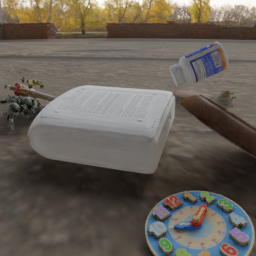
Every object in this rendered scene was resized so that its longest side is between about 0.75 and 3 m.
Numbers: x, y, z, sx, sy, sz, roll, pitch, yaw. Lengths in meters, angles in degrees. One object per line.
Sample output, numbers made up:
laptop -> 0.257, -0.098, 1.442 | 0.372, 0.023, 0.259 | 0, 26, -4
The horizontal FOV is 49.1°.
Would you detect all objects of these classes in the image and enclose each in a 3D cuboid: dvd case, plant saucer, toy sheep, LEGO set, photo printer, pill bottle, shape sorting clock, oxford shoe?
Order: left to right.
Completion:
LEGO set -> -2.800, -0.793, 7.497 | 1.152, 0.503, 1.775 | 1, 56, -22
oxford shoe -> -3.678, -1.272, 10.069 | 0.516, 0.495, 1.399 | 2, 20, -45
dvd case -> -2.494, -0.951, 8.494 | 1.909, 0.153, 1.420 | 16, 4, 17
photo printer -> -0.523, -0.128, 6.012 | 2.766, 0.961, 2.301 | 6, 30, 15
shape sorting clock -> 0.854, 1.212, 3.469 | 1.305, 0.256, 1.305 | -11, 23, 5
pill bottle -> 2.559, -2.275, 10.321 | 1.940, 1.087, 1.087 | -24, 20, 8
toy sheep -> 2.891, -0.796, 8.353 | 0.533, 0.773, 0.533 | -2, 43, 2
plant saucer -> 2.002, -0.026, 5.302 | 2.242, 0.386, 2.242 | 31, 14, -9
